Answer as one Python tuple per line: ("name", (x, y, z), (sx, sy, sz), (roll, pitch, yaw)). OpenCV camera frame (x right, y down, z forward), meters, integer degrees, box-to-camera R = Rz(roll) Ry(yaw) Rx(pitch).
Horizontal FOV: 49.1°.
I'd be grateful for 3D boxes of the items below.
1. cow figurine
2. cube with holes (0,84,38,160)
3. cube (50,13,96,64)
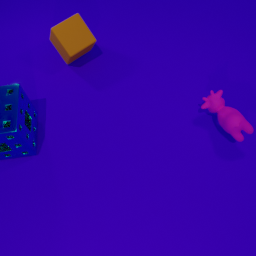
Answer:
("cow figurine", (2.568, -0.362, 7.364), (0.710, 1.293, 1.272), (-43, 106, 14))
("cube with holes", (-3.204, -0.094, 7.118), (1.353, 1.353, 1.353), (-8, 61, -1))
("cube", (-1.737, -2.755, 8.758), (0.987, 0.987, 0.987), (-37, 100, -15))
